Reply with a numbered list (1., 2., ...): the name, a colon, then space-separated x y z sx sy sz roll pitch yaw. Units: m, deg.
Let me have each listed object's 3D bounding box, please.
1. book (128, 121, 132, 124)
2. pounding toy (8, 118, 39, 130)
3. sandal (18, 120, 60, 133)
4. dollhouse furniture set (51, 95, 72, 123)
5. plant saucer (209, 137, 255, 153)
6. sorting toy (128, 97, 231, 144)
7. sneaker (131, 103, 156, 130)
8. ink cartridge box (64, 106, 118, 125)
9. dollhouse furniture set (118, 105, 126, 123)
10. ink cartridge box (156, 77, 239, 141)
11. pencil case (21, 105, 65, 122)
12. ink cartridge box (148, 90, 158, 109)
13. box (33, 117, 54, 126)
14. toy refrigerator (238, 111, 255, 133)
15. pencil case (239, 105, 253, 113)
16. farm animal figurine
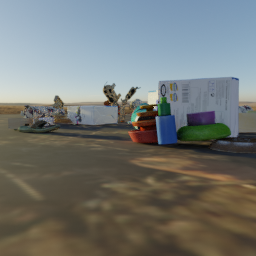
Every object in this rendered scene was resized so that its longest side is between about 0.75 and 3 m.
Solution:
1. book: 0.462 -0.245 14.055 0.795 0.191 0.531 6 9 38
2. pounding toy: -3.616 -0.139 10.068 0.973 0.445 0.855 2 4 24
3. sandal: -2.943 -0.065 9.200 1.426 0.407 0.566 1 4 9
4. dollhouse furniture set: -3.207 -0.937 13.975 0.833 1.022 0.972 3 -28 17
5. plant saucer: 2.150 0.305 5.322 1.185 0.190 1.185 0 5 0
6. sorting toy: 0.957 -0.186 5.854 2.191 0.899 1.316 -4 2 27
7. sneaker: 1.103 -0.331 9.527 2.303 0.963 1.391 -2 15 -21
8. ink cartridge box: -2.021 -0.680 14.481 2.761 0.937 1.590 4 6 45
9. dollhouse furniture set: -1.064 -0.849 16.809 1.897 0.988 1.917 2 4 33
10. ink cartridge box: 1.605 -0.492 7.174 2.217 1.513 0.846 2 4 31
11. pencil case: -4.963 -0.855 16.621 1.153 1.003 2.578 27 17 28
12. ink cartridge box: 2.027 -0.763 11.363 2.050 1.497 1.504 -1 5 -22
13. box: -3.873 -0.294 13.012 0.357 0.382 1.845 0 4 3
14. toy refrigerator: 3.446 -0.223 9.279 2.042 0.714 0.775 0 3 -6
15. pencil case: 5.196 -0.668 13.621 2.387 1.068 0.929 -5 -39 -42
16. farm animal figurine: -0.347 -1.555 16.459 2.440 1.971 1.227 11 28 10
